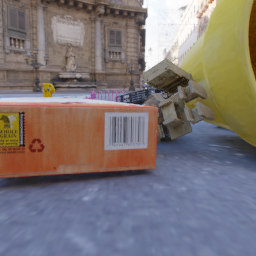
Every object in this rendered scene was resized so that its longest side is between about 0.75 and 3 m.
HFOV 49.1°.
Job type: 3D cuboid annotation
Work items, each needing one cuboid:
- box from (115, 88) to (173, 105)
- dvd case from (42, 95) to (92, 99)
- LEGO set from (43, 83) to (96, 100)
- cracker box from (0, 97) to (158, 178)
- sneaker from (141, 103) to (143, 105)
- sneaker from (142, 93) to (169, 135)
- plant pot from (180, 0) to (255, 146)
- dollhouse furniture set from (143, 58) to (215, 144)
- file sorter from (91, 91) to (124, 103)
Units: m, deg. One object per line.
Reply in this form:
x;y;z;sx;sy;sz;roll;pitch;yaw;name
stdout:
0.824;-1.465;13.942;1.881;0.511;2.348;-3;-2;-43;box
-2.285;-0.812;10.298;2.227;0.245;1.626;-3;26;-11;dvd case
-2.291;-0.847;9.018;2.918;1.198;1.113;-2;8;-11;LEGO set
-1.012;-0.045;4.349;1.922;0.828;2.869;-1;7;-21;cracker box
0.998;-1.080;13.514;0.522;0.320;0.802;-10;-8;29;sneaker
0.384;-0.296;6.405;0.951;0.886;2.517;-12;4;-1;sneaker
2.340;-1.026;4.960;2.956;2.956;2.781;-2;-1;-17;plant pot
0.779;-0.399;4.550;1.037;1.183;0.786;-27;-27;34;dollhouse furniture set
-0.956;-1.260;12.864;1.448;0.908;1.006;-2;8;-15;file sorter
